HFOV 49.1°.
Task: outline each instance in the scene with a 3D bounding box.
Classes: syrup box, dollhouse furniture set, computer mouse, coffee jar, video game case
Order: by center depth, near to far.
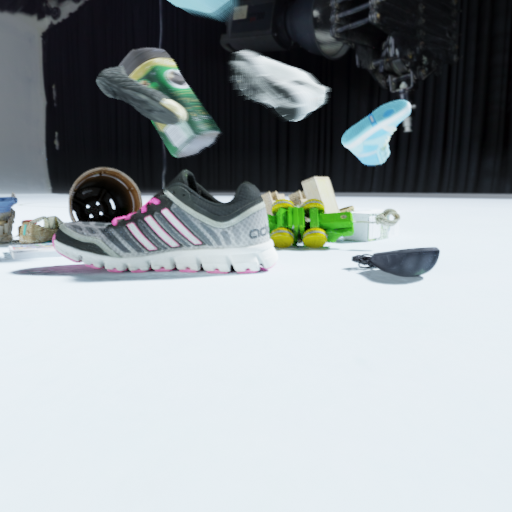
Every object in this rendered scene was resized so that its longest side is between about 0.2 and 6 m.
[{"bbox_3d":[1.745,0.094,6.677,0.843,0.321,1.217,-2,-3,-15],"label":"computer mouse"},{"bbox_3d":[-3.174,-0.082,8.501,1.023,0.118,0.932,-5,9,-27],"label":"video game case"},{"bbox_3d":[-1.671,-2.936,10.628,0.883,2.070,1.079,-34,-2,30],"label":"coffee jar"},{"bbox_3d":[2.208,-0.590,10.663,0.544,0.526,1.337,6,10,37],"label":"syrup box"},{"bbox_3d":[0.803,-0.808,11.814,1.773,1.154,1.629,-20,-5,32],"label":"dollhouse furniture set"}]

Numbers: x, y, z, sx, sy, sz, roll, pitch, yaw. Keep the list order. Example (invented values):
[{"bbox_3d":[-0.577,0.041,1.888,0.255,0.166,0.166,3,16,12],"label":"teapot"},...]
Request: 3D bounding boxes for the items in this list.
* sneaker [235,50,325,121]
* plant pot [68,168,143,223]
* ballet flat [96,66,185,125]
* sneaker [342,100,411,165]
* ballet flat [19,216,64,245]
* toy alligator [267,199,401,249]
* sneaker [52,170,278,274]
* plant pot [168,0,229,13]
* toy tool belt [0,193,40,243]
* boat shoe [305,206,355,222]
[{"bbox_3d":[0.430,-3.414,11.089,0.889,0.819,2.222,-29,59,-31],"label":"sneaker"},{"bbox_3d":[-3.019,-0.930,10.848,1.347,1.347,1.333,-4,0,-26],"label":"plant pot"},{"bbox_3d":[-1.798,-2.588,8.825,1.917,0.545,0.637,33,-20,28],"label":"ballet flat"},{"bbox_3d":[2.342,-2.193,10.239,1.351,0.882,0.537,-28,36,29],"label":"sneaker"},{"bbox_3d":[-3.716,-0.484,10.087,0.517,0.479,1.466,1,8,9],"label":"ballet flat"},{"bbox_3d":[1.050,-0.449,9.312,2.564,0.760,0.696,0,-33,2],"label":"toy alligator"},{"bbox_3d":[-1.135,-0.452,7.020,2.820,1.233,1.040,1,8,5],"label":"sneaker"},{"bbox_3d":[-0.552,-2.858,5.028,1.051,1.074,1.054,-44,49,-17],"label":"plant pot"},{"bbox_3d":[-4.696,-0.779,9.883,1.806,1.110,1.128,-7,10,-41],"label":"toy tool belt"},{"bbox_3d":[1.320,-0.786,11.997,1.769,0.556,0.645,-2,8,-17],"label":"boat shoe"}]
